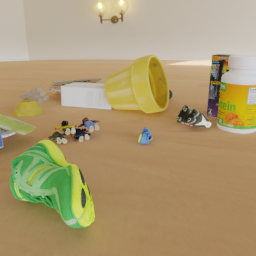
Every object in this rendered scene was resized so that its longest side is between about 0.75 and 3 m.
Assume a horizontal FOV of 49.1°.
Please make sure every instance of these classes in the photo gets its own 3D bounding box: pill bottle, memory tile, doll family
[{"bbox_3d":[3.717,-1.138,9.218,1.334,2.402,1.334,0,17,0],"label":"pill bottle"},{"bbox_3d":[-4.011,-1.333,12.013,1.025,0.786,0.086,-24,47,3],"label":"memory tile"},{"bbox_3d":[-1.623,0.042,8.592,1.597,0.627,0.923,-3,13,-26],"label":"doll family"}]

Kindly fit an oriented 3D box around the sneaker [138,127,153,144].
[{"bbox_3d":[0.561,0.252,8.376,0.376,0.316,0.960,15,20,8],"label":"sneaker"}]

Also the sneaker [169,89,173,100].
[{"bbox_3d":[1.281,-1.837,14.206,2.087,0.773,0.923,7,21,20],"label":"sneaker"}]

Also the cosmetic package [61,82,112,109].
[{"bbox_3d":[-1.716,-1.520,12.890,2.419,0.981,1.365,4,17,17],"label":"cosmetic package"}]

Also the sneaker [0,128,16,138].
[{"bbox_3d":[-4.060,-0.044,8.806,1.385,0.568,0.517,6,18,17],"label":"sneaker"}]

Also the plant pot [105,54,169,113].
[{"bbox_3d":[0.321,-1.660,11.646,2.165,2.301,2.301,-10,12,27],"label":"plant pot"}]

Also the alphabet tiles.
[{"bbox_3d":[-3.014,-2.203,14.875,2.397,0.108,2.867,-9,-1,-26],"label":"alphabet tiles"}]

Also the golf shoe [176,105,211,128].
[{"bbox_3d":[2.253,-0.316,9.875,0.774,0.678,1.757,27,7,-12],"label":"golf shoe"}]

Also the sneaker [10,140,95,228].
[{"bbox_3d":[-1.423,1.059,5.001,1.128,1.000,2.700,-27,26,-23],"label":"sneaker"}]

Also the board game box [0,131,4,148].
[{"bbox_3d":[-5.075,0.379,7.154,2.635,0.574,2.648,8,19,42],"label":"board game box"}]

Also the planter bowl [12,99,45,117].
[{"bbox_3d":[-4.094,-0.858,11.483,1.295,0.539,1.295,0,18,0],"label":"planter bowl"}]

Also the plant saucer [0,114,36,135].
[{"bbox_3d":[-3.640,-0.211,7.642,2.164,0.336,2.164,17,-8,2],"label":"plant saucer"}]

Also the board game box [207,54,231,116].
[{"bbox_3d":[4.444,-1.439,10.251,2.857,2.361,0.810,13,22,36],"label":"board game box"}]
